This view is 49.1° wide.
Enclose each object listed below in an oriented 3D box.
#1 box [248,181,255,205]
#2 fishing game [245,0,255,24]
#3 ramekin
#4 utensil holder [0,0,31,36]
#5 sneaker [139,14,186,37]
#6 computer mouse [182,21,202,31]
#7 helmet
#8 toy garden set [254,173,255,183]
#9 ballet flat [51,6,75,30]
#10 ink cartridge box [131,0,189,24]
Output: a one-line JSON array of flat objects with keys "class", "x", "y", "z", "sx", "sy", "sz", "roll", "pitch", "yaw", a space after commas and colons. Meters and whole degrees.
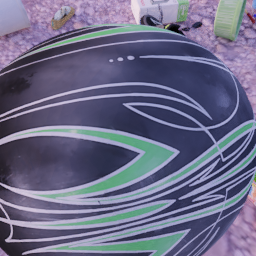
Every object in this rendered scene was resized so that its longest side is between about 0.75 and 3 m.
[{"class": "box", "x": 3.220, "y": 0.844, "z": 5.930, "sx": 1.725, "sy": 0.817, "sz": 0.885, "roll": -30, "pitch": 60, "yaw": -19}, {"class": "fishing game", "x": 5.152, "y": -3.906, "z": 9.521, "sx": 2.930, "sy": 0.456, "sz": 2.098, "roll": -3, "pitch": 55, "yaw": -11}, {"class": "ramekin", "x": 3.143, "y": -3.456, "z": 8.642, "sx": 0.680, "sy": 1.393, "sz": 1.393, "roll": 17, "pitch": 56, "yaw": 21}, {"class": "utensil holder", "x": -3.995, "y": -3.540, "z": 8.780, "sx": 1.418, "sy": 1.205, "sz": 1.205, "roll": -28, "pitch": 60, "yaw": -17}, {"class": "sneaker", "x": 1.199, "y": -2.859, "z": 8.463, "sx": 0.783, "sy": 0.915, "sz": 2.209, "roll": -29, "pitch": 60, "yaw": -21}, {"class": "computer mouse", "x": 2.147, "y": -3.402, "z": 9.327, "sx": 0.775, "sy": 0.132, "sz": 0.227, "roll": -24, "pitch": 59, "yaw": -16}, {"class": "helmet", "x": -0.111, "y": 0.227, "z": 3.138, "sx": 2.775, "sy": 2.911, "sz": 2.911, "roll": 3, "pitch": 50, "yaw": 37}, {"class": "toy garden set", "x": 1.840, "y": 0.775, "z": 5.493, "sx": 1.987, "sy": 0.476, "sz": 2.384, "roll": -22, "pitch": 23, "yaw": -22}, {"class": "ballet flat", "x": -2.180, "y": -3.836, "z": 9.455, "sx": 0.455, "sy": 0.418, "sz": 1.326, "roll": 15, "pitch": 56, "yaw": 10}, {"class": "ink cartridge box", "x": 1.046, "y": -4.171, "z": 9.505, "sx": 1.687, "sy": 0.709, "sz": 1.228, "roll": -10, "pitch": 56, "yaw": -7}]
